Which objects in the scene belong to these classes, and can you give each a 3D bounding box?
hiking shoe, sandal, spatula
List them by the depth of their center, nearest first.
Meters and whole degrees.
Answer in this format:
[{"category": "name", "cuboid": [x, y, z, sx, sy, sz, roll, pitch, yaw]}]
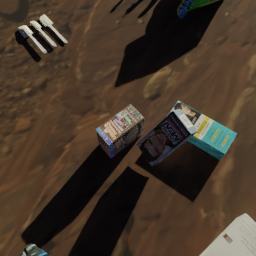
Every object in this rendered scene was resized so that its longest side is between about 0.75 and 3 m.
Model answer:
[{"category": "hiking shoe", "cuboid": [-2.504, 3.670, 6.677, 0.715, 0.613, 1.648, 20, 65, 11]}, {"category": "sandal", "cuboid": [2.124, -4.455, 10.306, 0.378, 0.952, 0.415, -14, 59, -22]}, {"category": "spatula", "cuboid": [-3.204, -3.512, 10.550, 1.247, 0.144, 1.794, -34, 69, -21]}]

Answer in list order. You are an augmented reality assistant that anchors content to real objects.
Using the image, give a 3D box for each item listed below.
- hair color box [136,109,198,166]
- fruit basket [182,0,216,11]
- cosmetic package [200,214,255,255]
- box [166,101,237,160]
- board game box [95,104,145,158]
[{"category": "hair color box", "cuboid": [1.036, 0.280, 7.665, 0.476, 1.571, 0.778, -16, 66, -52]}, {"category": "fruit basket", "cuboid": [2.906, -5.790, 11.143, 2.317, 1.671, 2.317, -16, 22, 7]}, {"category": "cosmetic package", "cuboid": [2.570, 3.093, 6.937, 1.819, 0.673, 0.925, -37, 68, -19]}, {"category": "box", "cuboid": [2.160, 0.045, 8.549, 2.028, 0.498, 0.835, 32, 68, 15]}, {"category": "board game box", "cuboid": [-0.217, 0.106, 8.216, 1.299, 1.036, 0.629, -37, 69, -16]}]
